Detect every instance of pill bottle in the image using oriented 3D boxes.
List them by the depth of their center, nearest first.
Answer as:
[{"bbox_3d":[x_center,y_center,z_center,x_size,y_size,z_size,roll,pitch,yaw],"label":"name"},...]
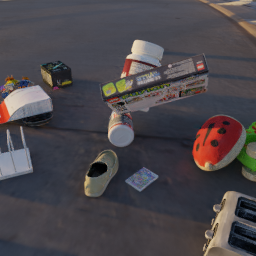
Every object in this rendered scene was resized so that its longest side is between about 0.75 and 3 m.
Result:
[{"bbox_3d":[-0.240,-0.080,9.482,0.827,0.827,1.427,-1,32,-2],"label":"pill bottle"},{"bbox_3d":[0.419,-1.814,9.874,1.287,2.254,1.287,16,6,-2],"label":"pill bottle"}]

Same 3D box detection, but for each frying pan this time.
[{"bbox_3d":[-3.412,-0.429,10.557,1.078,0.290,1.783,-13,22,-19],"label":"frying pan"}]

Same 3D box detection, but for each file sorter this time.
[{"bbox_3d":[-3.712,0.741,7.987,1.637,1.019,1.136,-13,34,-19],"label":"file sorter"}]

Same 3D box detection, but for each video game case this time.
[{"bbox_3d":[0.390,1.414,7.796,0.555,0.070,0.775,27,40,36],"label":"video game case"}]

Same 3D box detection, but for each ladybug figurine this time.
[{"bbox_3d":[2.619,0.339,8.293,1.540,0.816,2.269,-20,23,39],"label":"ladybug figurine"}]

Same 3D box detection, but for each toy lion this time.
[{"bbox_3d":[4.617,0.454,8.694,2.897,0.995,2.777,-2,25,-2],"label":"toy lion"}]

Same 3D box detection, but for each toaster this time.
[{"bbox_3d":[2.437,2.292,5.467,1.772,1.051,1.602,16,36,23],"label":"toaster"}]

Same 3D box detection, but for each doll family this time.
[{"bbox_3d":[-4.803,-1.930,12.403,1.733,0.781,1.075,-3,30,-10],"label":"doll family"}]

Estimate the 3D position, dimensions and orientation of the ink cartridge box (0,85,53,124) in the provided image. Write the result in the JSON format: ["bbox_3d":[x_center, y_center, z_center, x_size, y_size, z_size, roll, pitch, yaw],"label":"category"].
[{"bbox_3d":[-4.426,-0.918,10.849,2.536,0.724,2.061,-13,28,-25],"label":"ink cartridge box"}]

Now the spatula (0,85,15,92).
[{"bbox_3d":[-5.081,-1.617,12.544,1.728,0.178,0.488,20,38,27],"label":"spatula"}]

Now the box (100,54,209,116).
[{"bbox_3d":[0.837,-1.176,8.276,2.958,1.628,0.514,-14,73,10],"label":"box"}]

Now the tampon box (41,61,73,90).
[{"bbox_3d":[-3.401,-2.524,13.334,1.024,0.863,1.366,-20,37,-29],"label":"tampon box"}]

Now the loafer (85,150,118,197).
[{"bbox_3d":[-0.694,1.117,7.756,0.675,0.609,1.784,6,33,10],"label":"loafer"}]
